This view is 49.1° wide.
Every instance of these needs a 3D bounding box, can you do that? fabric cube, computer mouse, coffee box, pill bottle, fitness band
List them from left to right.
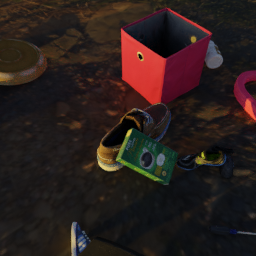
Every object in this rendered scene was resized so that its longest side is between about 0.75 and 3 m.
[{"bbox_3d":[0.520,0.745,7.265,1.502,0.330,0.924,28,67,-15],"label":"coffee box"},{"bbox_3d":[1.128,-2.283,9.181,2.060,2.053,2.020,-32,59,-24],"label":"fabric cube"},{"bbox_3d":[3.131,-2.786,10.515,0.602,0.602,1.053,-3,51,-2],"label":"pill bottle"},{"bbox_3d":[2.603,0.874,7.779,0.712,0.234,1.015,14,52,10],"label":"computer mouse"},{"bbox_3d":[4.749,-0.928,9.110,2.015,0.525,2.806,-19,53,-12],"label":"fitness band"}]

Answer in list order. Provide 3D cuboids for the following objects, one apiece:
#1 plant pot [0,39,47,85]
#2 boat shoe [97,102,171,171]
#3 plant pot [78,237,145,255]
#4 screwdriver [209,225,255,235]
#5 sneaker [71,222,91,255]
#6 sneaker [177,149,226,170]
[{"bbox_3d":[-4.289,-2.540,10.197,2.582,0.355,2.582,6,48,-7],"label":"plant pot"},{"bbox_3d":[0.303,0.043,7.936,1.024,1.026,2.836,33,58,24],"label":"boat shoe"},{"bbox_3d":[-0.308,3.164,5.019,1.679,1.893,1.888,27,55,34],"label":"plant pot"},{"bbox_3d":[2.660,2.422,6.517,1.513,0.220,0.211,2,53,7],"label":"screwdriver"},{"bbox_3d":[-0.881,2.607,6.297,0.759,0.418,1.037,-1,47,-11],"label":"sneaker"},{"bbox_3d":[1.964,0.802,7.585,1.314,0.544,0.466,-8,52,10],"label":"sneaker"}]
